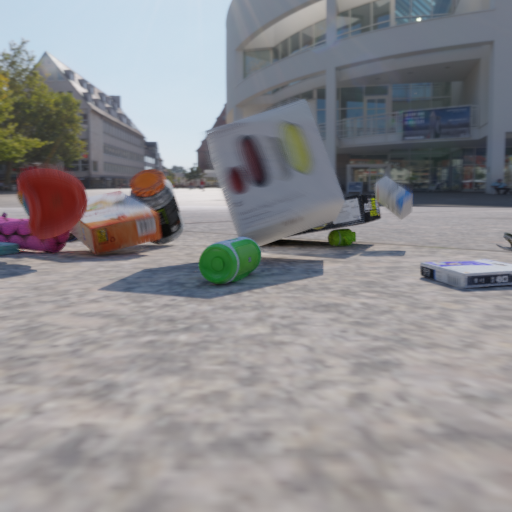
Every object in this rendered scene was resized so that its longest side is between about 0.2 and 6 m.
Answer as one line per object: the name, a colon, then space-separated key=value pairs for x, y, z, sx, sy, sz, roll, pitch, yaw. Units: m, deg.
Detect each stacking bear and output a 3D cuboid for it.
stacking bear: x=-3.819 y=-1.067 z=10.199 sx=1.083 sy=1.156 sz=1.904 roll=-16 pitch=17 yaw=-27

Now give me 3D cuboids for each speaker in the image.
speaker: x=-0.339 y=0.049 z=7.907 sx=0.591 sy=0.591 sz=1.336 roll=2 pitch=7 yaw=16

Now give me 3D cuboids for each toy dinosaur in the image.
toy dinosaur: x=4.767 y=0.019 z=8.658 sx=1.800 sy=0.693 sz=0.920 roll=13 pitch=25 yaw=39

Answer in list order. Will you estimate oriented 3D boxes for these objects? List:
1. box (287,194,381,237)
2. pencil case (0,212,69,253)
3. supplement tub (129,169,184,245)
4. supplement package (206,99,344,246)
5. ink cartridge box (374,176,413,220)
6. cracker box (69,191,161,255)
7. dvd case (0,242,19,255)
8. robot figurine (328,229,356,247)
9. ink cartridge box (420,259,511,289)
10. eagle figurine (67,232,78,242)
box: x=1.302 y=-0.883 z=13.347 sx=2.969 sy=0.657 sz=2.378 roll=-9 pitch=3 yaw=22
pencil case: x=-4.759 y=-0.468 z=11.729 sx=1.827 sy=0.829 sz=0.856 roll=6 pitch=-3 yaw=26
supplement tub: x=-2.284 y=-1.120 z=12.786 sx=0.988 sy=1.613 sz=0.988 roll=-4 pitch=48 yaw=5
supplement package: x=0.316 y=-1.444 z=10.415 sx=1.938 sy=2.027 sz=1.491 roll=-19 pitch=-10 yaw=-3
ink cartridge box: x=3.100 y=-1.317 z=12.640 sx=0.354 sy=0.614 sz=0.841 roll=-36 pitch=56 yaw=-12
cracker box: x=-3.055 y=-0.746 z=11.616 sx=1.390 sy=0.599 sz=2.075 roll=-17 pitch=27 yaw=-30
dvd case: x=-6.066 y=-0.134 z=11.059 sx=2.165 sy=0.238 sz=1.581 roll=3 pitch=7 yaw=29
robot figurine: x=1.945 y=-0.419 z=12.837 sx=0.693 sy=0.401 sz=0.608 roll=-5 pitch=10 yaw=-25
ink cartridge box: x=3.030 y=0.232 z=7.746 sx=1.098 sy=0.238 sz=1.088 roll=-4 pitch=7 yaw=-13
eagle figurine: x=-4.746 y=-0.537 z=14.070 sx=0.763 sy=0.576 sz=0.579 roll=28 pitch=49 yaw=-6
